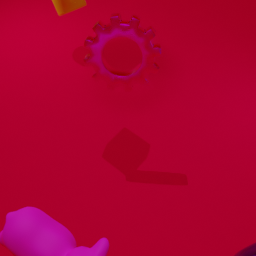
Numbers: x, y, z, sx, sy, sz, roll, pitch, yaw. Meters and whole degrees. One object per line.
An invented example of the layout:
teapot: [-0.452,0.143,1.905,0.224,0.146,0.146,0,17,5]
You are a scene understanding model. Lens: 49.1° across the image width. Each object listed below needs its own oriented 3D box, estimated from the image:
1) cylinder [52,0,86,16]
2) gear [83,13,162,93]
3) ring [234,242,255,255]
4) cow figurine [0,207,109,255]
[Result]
cylinder: [-1.947,-4.211,8.872,0.975,0.975,0.975,-18,26,9]
gear: [-0.108,-1.446,5.562,1.517,1.517,0.281,3,35,2]
ring: [1.857,1.290,2.920,1.641,1.641,0.328,-11,55,-7]
cow figurine: [-0.854,1.401,3.214,1.333,1.312,0.732,43,57,-6]
